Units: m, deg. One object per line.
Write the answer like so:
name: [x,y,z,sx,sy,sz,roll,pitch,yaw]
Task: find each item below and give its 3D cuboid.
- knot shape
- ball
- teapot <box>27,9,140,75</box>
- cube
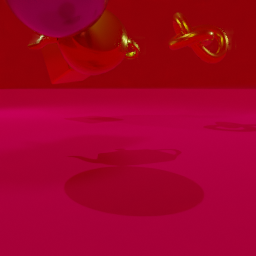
knot shape: [1.849,-2.518,7.870,1.890,0.873,1.768,33,34,16]
ball: [-0.895,-1.855,3.520,1.373,1.373,1.373,0,9,0]
teapot: [-0.681,-1.400,4.685,1.894,1.178,0.927,2,-20,-19]
cube: [-1.899,-2.369,9.428,1.318,1.318,1.318,-17,-1,-42]
